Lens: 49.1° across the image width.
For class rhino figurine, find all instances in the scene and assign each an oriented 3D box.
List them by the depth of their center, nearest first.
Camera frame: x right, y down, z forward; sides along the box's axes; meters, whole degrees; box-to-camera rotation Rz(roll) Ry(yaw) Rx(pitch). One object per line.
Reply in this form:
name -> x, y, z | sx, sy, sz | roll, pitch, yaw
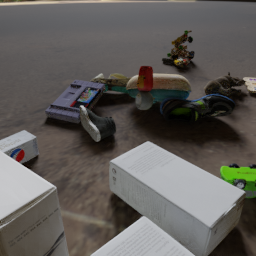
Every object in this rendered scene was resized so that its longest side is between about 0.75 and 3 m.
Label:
rhino figurine -> 3.343, -1.452, 9.474 | 0.948, 0.648, 2.167 | 22, 34, 34

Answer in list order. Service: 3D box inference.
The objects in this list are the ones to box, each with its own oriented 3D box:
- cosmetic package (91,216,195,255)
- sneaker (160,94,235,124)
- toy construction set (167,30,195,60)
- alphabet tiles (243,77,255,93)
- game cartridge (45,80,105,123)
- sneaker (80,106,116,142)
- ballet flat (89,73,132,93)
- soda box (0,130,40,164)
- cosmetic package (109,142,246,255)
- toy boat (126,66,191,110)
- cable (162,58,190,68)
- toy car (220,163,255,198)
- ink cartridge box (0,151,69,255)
cosmetic package -> 0.531, 2.009, 3.194 | 0.982, 0.690, 1.937 | -24, 37, -36
sneaker -> 1.911, -0.443, 7.722 | 2.025, 0.718, 0.839 | -2, 40, 3
toy construction set -> 2.343, -3.754, 13.306 | 1.210, 1.314, 1.575 | -15, 10, -2
alphabet tiles -> 5.359, -1.436, 9.917 | 2.283, 0.170, 2.334 | 5, 29, 10
game cartridge -> -1.515, -0.856, 8.383 | 1.135, 0.336, 1.751 | 8, 43, 22
sneaker -> -0.782, -0.177, 7.334 | 0.675, 0.481, 1.361 | -14, 43, -27
ballet flat -> -0.629, -1.533, 9.543 | 1.859, 0.630, 0.700 | -1, 68, -7
soda box -> -2.684, 0.607, 5.930 | 0.518, 0.484, 1.519 | 23, 36, 34
cosmetic package -> 0.738, 1.091, 4.797 | 1.068, 0.777, 2.100 | -24, 39, -36
toy boat -> 0.737, -1.048, 8.098 | 2.003, 1.107, 2.382 | 5, 3, 20
cable -> 2.159, -3.028, 12.538 | 0.742, 0.385, 1.528 | -15, 33, -23
toy car -> 2.746, 1.028, 5.182 | 2.073, 0.491, 2.203 | 2, 29, 5
ink cartridge box -> -1.408, 1.297, 3.381 | 1.274, 1.751, 0.735 | 21, 35, 32
